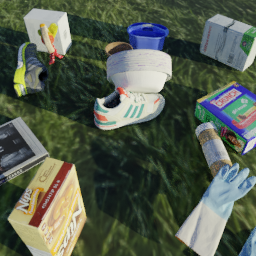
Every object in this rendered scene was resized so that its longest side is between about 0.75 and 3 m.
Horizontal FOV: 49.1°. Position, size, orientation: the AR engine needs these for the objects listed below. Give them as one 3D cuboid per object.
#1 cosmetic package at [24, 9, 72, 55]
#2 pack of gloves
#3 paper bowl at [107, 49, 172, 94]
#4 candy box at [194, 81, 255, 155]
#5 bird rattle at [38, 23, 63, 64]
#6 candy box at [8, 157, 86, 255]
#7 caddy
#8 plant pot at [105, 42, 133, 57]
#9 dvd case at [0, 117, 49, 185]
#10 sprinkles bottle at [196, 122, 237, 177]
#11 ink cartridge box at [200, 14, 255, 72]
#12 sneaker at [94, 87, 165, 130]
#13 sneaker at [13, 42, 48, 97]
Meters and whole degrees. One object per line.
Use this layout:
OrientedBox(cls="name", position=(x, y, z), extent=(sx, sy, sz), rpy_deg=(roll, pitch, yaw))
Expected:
OrientedBox(cls="cosmetic package", position=(-3.663, -4.452, 12.980), extent=(1.657, 1.652, 1.019), rpy_deg=(10, 49, 8))
OrientedBox(cls="pack of gloves", position=(3.005, 2.493, 7.382), extent=(2.416, 0.568, 2.876), rpy_deg=(36, 66, 17))
OrientedBox(cls="paper bowl", position=(0.419, -1.941, 10.405), extent=(2.402, 2.402, 1.249), rpy_deg=(-2, 85, -2))
OrientedBox(cls="candy box", position=(3.828, -0.450, 9.811), extent=(1.935, 0.882, 2.289), rpy_deg=(-29, 52, -21))
OrientedBox(cls="bird rattle", position=(-2.763, -2.954, 9.633), extent=(0.780, 1.129, 1.385), rpy_deg=(-8, 85, 0))
OrientedBox(cls="candy box", position=(-1.656, 2.048, 6.360), extent=(0.714, 2.583, 1.491), rpy_deg=(13, 49, 12))
OrientedBox(cls="caddy", position=(0.942, -4.485, 13.448), extent=(1.975, 1.037, 1.396), rpy_deg=(8, 47, 7))
OrientedBox(cls="plant pot", position=(-0.408, -3.334, 12.683), extent=(1.257, 0.580, 1.257), rpy_deg=(1, 47, -1))
OrientedBox(cls="dvd case", position=(-4.294, 0.929, 8.921), extent=(2.853, 0.353, 2.144), rpy_deg=(-30, 54, -26))
OrientedBox(cls="sprinkles bottle", position=(2.738, 0.761, 8.841), extent=(0.690, 0.690, 2.023), rpy_deg=(-5, 48, -4))
OrientedBox(cls="ink cartridge box", position=(4.493, -3.788, 12.372), extent=(2.277, 1.669, 0.946), rpy_deg=(35, 56, 27))
OrientedBox(cls="sneaker", position=(0.099, -0.875, 9.927), extent=(2.790, 1.304, 0.982), rpy_deg=(-17, 49, -14))
OrientedBox(cls="sneaker", position=(-3.939, -2.460, 11.698), extent=(1.205, 1.100, 2.978), rpy_deg=(-1, 54, -10))
